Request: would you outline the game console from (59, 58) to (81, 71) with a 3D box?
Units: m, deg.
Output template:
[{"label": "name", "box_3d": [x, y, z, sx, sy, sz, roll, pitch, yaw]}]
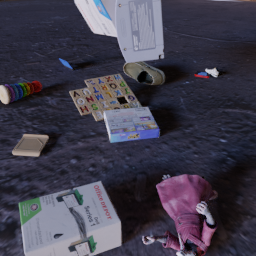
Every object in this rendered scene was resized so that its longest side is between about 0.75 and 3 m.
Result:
[{"label": "game console", "box_3d": [-3.438, -3.853, 16.644, 0.894, 0.620, 1.047, -26, 41, -33]}]

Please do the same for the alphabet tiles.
[{"label": "alphabet tiles", "box_3d": [-1.034, -1.387, 12.260, 2.735, 0.103, 2.286, -16, 59, -27]}]

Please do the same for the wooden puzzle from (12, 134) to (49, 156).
[{"label": "wooden puzzle", "box_3d": [-3.410, 0.618, 9.895, 0.975, 0.196, 1.054, 3, 37, 4]}]

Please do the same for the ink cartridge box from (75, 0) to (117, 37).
[{"label": "ink cartridge box", "box_3d": [-1.011, -4.934, 11.856, 1.041, 1.775, 2.424, -43, 38, -10]}]

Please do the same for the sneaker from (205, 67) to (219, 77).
[{"label": "sneaker", "box_3d": [4.731, -3.221, 15.619, 0.312, 0.476, 0.828, -19, 48, -41]}]

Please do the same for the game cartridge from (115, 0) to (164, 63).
[{"label": "game cartridge", "box_3d": [0.431, -3.971, 10.840, 1.819, 2.728, 0.552, -8, 25, -2]}]

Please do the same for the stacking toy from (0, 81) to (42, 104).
[{"label": "stacking toy", "box_3d": [-4.981, -1.784, 13.254, 0.872, 0.872, 2.042, 25, 34, 34]}]

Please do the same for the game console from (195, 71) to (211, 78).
[{"label": "game console", "box_3d": [4.218, -3.029, 15.785, 0.819, 0.127, 0.724, 14, 35, 20]}]

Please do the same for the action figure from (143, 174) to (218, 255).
[{"label": "action figure", "box_3d": [1.384, 2.277, 6.658, 1.571, 1.747, 2.346, -22, 44, 24]}]

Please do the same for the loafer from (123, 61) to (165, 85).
[{"label": "loafer", "box_3d": [0.699, -2.939, 14.810, 2.649, 0.996, 0.923, 25, 35, 34]}]

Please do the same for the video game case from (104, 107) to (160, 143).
[{"label": "video game case", "box_3d": [0.096, -0.167, 10.854, 1.857, 0.422, 1.683, -6, 34, -10]}]

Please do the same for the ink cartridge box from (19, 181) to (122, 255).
[{"label": "ink cartridge box", "box_3d": [-1.343, 2.245, 6.590, 2.085, 0.879, 1.523, -13, 34, -20]}]
